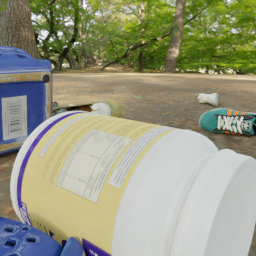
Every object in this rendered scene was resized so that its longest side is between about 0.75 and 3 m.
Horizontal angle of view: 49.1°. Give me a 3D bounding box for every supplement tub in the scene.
[{"bbox_3d":[0.023,0.771,3.170,2.376,1.727,1.727,12,18,38],"label":"supplement tub"}]

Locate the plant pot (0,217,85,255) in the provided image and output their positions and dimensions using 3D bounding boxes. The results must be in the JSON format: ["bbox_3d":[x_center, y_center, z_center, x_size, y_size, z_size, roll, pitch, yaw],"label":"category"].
[{"bbox_3d":[-0.859,1.417,2.143,0.923,1.027,1.027,7,14,3],"label":"plant pot"}]

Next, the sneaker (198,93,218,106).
[{"bbox_3d":[4.213,-1.504,14.839,1.052,0.671,1.821,3,5,19],"label":"sneaker"}]

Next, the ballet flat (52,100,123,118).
[{"bbox_3d":[-1.443,-0.402,9.432,2.836,1.003,1.003,-10,16,-16],"label":"ballet flat"}]

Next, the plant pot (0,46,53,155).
[{"bbox_3d":[-3.554,-0.698,7.456,2.460,2.736,2.736,20,22,35],"label":"plant pot"}]

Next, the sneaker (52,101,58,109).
[{"bbox_3d":[-3.785,-1.193,13.522,0.530,0.593,1.484,2,14,10],"label":"sneaker"}]

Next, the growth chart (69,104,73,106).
[{"bbox_3d":[-2.530,-0.751,12.602,1.678,0.206,2.319,7,16,21],"label":"growth chart"}]

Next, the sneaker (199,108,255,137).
[{"bbox_3d":[3.487,-0.181,8.924,2.307,0.823,0.922,1,9,-4],"label":"sneaker"}]
